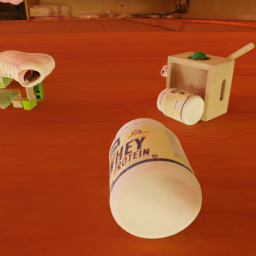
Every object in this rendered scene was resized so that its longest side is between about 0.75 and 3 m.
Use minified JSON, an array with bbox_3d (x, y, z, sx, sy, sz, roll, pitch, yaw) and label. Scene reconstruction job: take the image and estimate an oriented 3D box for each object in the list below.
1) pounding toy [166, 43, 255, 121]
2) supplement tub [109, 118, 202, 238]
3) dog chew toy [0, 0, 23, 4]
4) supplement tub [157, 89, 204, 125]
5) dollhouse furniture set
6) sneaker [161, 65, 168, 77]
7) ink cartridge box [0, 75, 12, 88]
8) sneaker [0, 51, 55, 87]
[{"bbox_3d":[2.606,-1.686,9.272,1.631,2.294,2.111,-20,33,-36],"label":"pounding toy"},{"bbox_3d":[0.385,0.783,5.156,1.457,1.457,2.010,-2,26,-4],"label":"supplement tub"},{"bbox_3d":[-3.357,-3.738,7.485,0.758,0.758,1.217,19,4,34],"label":"dog chew toy"},{"bbox_3d":[1.635,-0.715,8.843,0.924,0.924,1.275,-19,32,-34],"label":"supplement tub"},{"bbox_3d":[-4.247,-1.385,10.152,1.973,0.990,1.292,5,26,9],"label":"dollhouse furniture set"},{"bbox_3d":[1.831,-2.796,13.692,0.479,0.442,1.087,-1,25,-8],"label":"sneaker"},{"bbox_3d":[-5.310,-2.194,12.289,1.567,0.593,1.158,0,25,-4],"label":"ink cartridge box"},{"bbox_3d":[-3.201,-1.687,8.078,1.978,0.744,1.034,0,40,6],"label":"sneaker"}]
